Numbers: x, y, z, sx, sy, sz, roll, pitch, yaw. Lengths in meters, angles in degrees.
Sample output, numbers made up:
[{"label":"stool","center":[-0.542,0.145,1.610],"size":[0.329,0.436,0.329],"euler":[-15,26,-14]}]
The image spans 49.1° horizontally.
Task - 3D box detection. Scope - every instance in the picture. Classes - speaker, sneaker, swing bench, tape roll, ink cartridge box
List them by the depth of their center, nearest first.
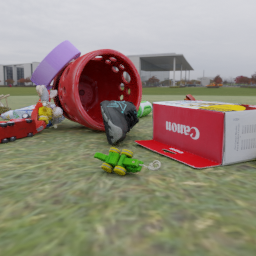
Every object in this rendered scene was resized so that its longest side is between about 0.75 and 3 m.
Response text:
[{"label":"ink cartridge box","center":[1.821,-0.018,7.010],"size":[2.455,1.173,2.796],"euler":[-5,11,-26]},{"label":"sneaker","center":[-0.221,-0.374,8.466],"size":[1.146,1.090,2.892],"euler":[-10,19,-3]},{"label":"tape roll","center":[-2.817,-2.421,11.045],"size":[0.706,2.151,2.151],"euler":[43,3,-9]},{"label":"speaker","center":[0.662,-0.988,14.732],"size":[0.839,0.839,1.897],"euler":[3,9,22]},{"label":"swing bench","center":[-7.503,-1.216,15.396],"size":[1.768,1.147,1.758],"euler":[-7,10,-11]}]

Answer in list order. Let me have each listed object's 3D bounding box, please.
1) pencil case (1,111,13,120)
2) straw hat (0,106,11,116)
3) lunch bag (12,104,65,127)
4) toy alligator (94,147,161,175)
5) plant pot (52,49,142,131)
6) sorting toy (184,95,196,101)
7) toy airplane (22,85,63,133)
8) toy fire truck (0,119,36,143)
[{"label":"pencil case","center":[-5.633,-0.637,13.552],"size":[1.084,0.451,0.492],"euler":[2,31,24]},{"label":"straw hat","center":[-5.324,-0.347,10.858],"size":[1.658,0.702,1.658],"euler":[-7,-5,-1]},{"label":"lunch bag","center":[-3.697,-0.522,11.666],"size":[1.771,0.835,2.210],"euler":[-1,9,5]},{"label":"toy alligator","center":[0.005,0.678,5.142],"size":[1.469,0.436,0.399],"euler":[6,-30,34]},{"label":"plant pot","center":[-1.297,-1.343,10.637],"size":[2.852,2.852,2.597],"euler":[-6,5,-35]},{"label":"sorting toy","center":[3.179,-0.822,13.455],"size":[0.693,1.689,1.015],"euler":[-36,-32,1]},{"label":"toy airplane","center":[-2.843,-0.706,9.974],"size":[1.183,1.669,1.676],"euler":[12,13,11]},{"label":"toy fire truck","center":[-4.135,0.075,8.422],"size":[1.657,0.573,2.349],"euler":[3,9,20]}]
